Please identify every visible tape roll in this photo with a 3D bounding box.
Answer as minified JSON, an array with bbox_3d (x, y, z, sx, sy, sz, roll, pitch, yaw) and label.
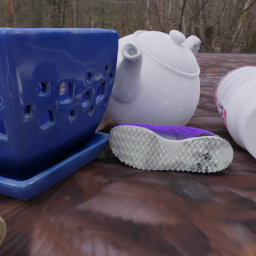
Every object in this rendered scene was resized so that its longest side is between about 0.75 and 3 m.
[{"bbox_3d":[-1.098,-0.364,7.053,1.255,0.439,1.255,-3,39,3],"label":"tape roll"}]

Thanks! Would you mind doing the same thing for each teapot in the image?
[{"bbox_3d":[0.657,-1.288,6.489,2.788,2.063,2.825,17,36,-23],"label":"teapot"}]

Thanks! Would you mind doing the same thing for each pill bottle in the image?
[{"bbox_3d":[2.811,-0.387,5.955,1.568,1.568,2.766,3,18,9],"label":"pill bottle"}]

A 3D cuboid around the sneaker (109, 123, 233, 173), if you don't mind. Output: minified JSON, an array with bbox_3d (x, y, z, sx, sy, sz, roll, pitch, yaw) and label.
[{"bbox_3d":[0.763,0.306,5.302,2.187,0.760,1.088,8,15,10],"label":"sneaker"}]

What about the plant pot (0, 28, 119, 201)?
[{"bbox_3d":[-1.813,-0.441,4.759,2.665,2.396,2.665,8,20,25],"label":"plant pot"}]

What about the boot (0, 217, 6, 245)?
[{"bbox_3d":[-2.287,1.390,2.229,1.793,0.780,2.156,-7,16,19],"label":"boot"}]
